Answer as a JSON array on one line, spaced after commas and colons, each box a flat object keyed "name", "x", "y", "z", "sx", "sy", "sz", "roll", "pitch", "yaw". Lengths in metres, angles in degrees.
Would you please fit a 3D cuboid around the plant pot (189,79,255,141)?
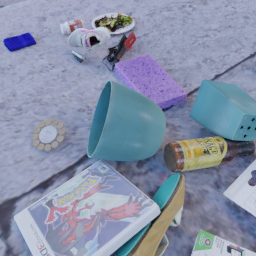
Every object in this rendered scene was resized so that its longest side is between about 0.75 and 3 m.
[{"name": "plant pot", "x": 2.863, "y": -0.417, "z": 7.923, "sx": 1.237, "sy": 1.237, "sz": 1.751, "roll": 3, "pitch": 29, "yaw": -24}]

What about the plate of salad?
[{"name": "plate of salad", "x": -0.693, "y": -5.031, "z": 13.183, "sx": 2.052, "sy": 0.493, "sz": 2.052, "roll": 0, "pitch": 48, "yaw": 0}]

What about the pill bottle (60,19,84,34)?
[{"name": "pill bottle", "x": -2.525, "y": -4.575, "z": 12.719, "sx": 0.990, "sy": 0.555, "sz": 0.555, "roll": -18, "pitch": 50, "yaw": -15}]

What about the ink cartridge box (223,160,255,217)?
[{"name": "ink cartridge box", "x": 4.050, "y": 1.933, "z": 6.708, "sx": 2.241, "sy": 0.662, "sz": 2.799, "roll": -34, "pitch": 51, "yaw": -27}]

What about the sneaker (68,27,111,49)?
[{"name": "sneaker", "x": -1.586, "y": -3.424, "z": 10.785, "sx": 1.732, "sy": 0.704, "sz": 0.764, "roll": -4, "pitch": 39, "yaw": 20}]

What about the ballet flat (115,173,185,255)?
[{"name": "ballet flat", "x": 0.704, "y": 2.187, "z": 6.397, "sx": 0.816, "sy": 0.888, "sz": 2.589, "roll": 47, "pitch": 60, "yaw": -7}]

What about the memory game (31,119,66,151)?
[{"name": "memory game", "x": -2.352, "y": 0.196, "z": 8.297, "sx": 1.080, "sy": 0.069, "sz": 1.080, "roll": -5, "pitch": 63, "yaw": 10}]

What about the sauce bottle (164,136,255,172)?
[{"name": "sauce bottle", "x": 2.261, "y": 0.635, "z": 7.635, "sx": 2.552, "sy": 0.842, "sz": 0.842, "roll": -8, "pitch": 47, "yaw": -20}]

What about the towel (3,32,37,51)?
[{"name": "towel", "x": -4.699, "y": -3.763, "z": 12.135, "sx": 1.213, "sy": 0.301, "sz": 0.896, "roll": -29, "pitch": 53, "yaw": -24}]

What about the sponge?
[{"name": "sponge", "x": 0.750, "y": -1.695, "z": 10.157, "sx": 1.514, "sy": 0.405, "sz": 2.714, "roll": -20, "pitch": 50, "yaw": -18}]

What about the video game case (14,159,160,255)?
[{"name": "video game case", "x": -0.999, "y": 1.956, "z": 6.335, "sx": 2.600, "sy": 0.299, "sz": 2.369, "roll": -32, "pitch": 38, "yaw": -24}]

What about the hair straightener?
[{"name": "hair straightener", "x": -0.427, "y": -3.112, "z": 11.552, "sx": 0.925, "sy": 0.492, "sz": 2.403, "roll": -4, "pitch": 47, "yaw": 32}]

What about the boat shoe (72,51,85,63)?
[{"name": "boat shoe", "x": -2.053, "y": -2.891, "z": 11.331, "sx": 0.314, "sy": 0.259, "sz": 0.915, "roll": 15, "pitch": 19, "yaw": -41}]

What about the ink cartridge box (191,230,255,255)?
[{"name": "ink cartridge box", "x": 1.992, "y": 2.919, "z": 5.740, "sx": 1.423, "sy": 0.597, "sz": 1.030, "roll": 19, "pitch": 50, "yaw": 17}]

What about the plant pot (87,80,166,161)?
[{"name": "plant pot", "x": -0.002, "y": -0.038, "z": 7.584, "sx": 1.685, "sy": 2.100, "sz": 2.100, "roll": 16, "pitch": 45, "yaw": -16}]
